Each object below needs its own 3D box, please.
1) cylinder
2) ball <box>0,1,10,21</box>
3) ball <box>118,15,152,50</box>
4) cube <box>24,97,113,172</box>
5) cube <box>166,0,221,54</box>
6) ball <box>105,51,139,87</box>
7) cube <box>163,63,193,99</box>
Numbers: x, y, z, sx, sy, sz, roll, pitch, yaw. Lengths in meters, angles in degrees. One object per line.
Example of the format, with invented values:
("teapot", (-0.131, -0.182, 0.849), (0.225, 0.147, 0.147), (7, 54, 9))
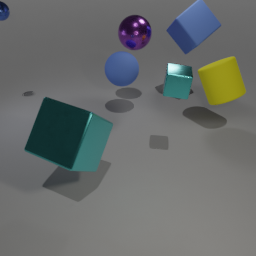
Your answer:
("cylinder", (3.510, -1.761, 10.504), (1.400, 1.400, 1.400), (-22, 11, 5))
("ball", (-4.866, -4.444, 10.635), (0.700, 0.700, 0.700), (0, 30, 0))
("ball", (0.283, -3.937, 11.598), (1.400, 1.400, 1.400), (0, 30, 0))
("cube", (-1.429, 0.208, 7.070), (1.400, 1.400, 1.400), (19, -4, 20))
("cube", (2.740, -4.241, 11.860), (1.400, 1.400, 1.400), (-41, 6, -7))
("ball", (-0.252, -2.397, 11.405), (1.400, 1.400, 1.400), (0, 30, 0))
("cube", (1.386, -1.311, 7.839), (0.700, 0.700, 0.700), (8, 38, 3))
